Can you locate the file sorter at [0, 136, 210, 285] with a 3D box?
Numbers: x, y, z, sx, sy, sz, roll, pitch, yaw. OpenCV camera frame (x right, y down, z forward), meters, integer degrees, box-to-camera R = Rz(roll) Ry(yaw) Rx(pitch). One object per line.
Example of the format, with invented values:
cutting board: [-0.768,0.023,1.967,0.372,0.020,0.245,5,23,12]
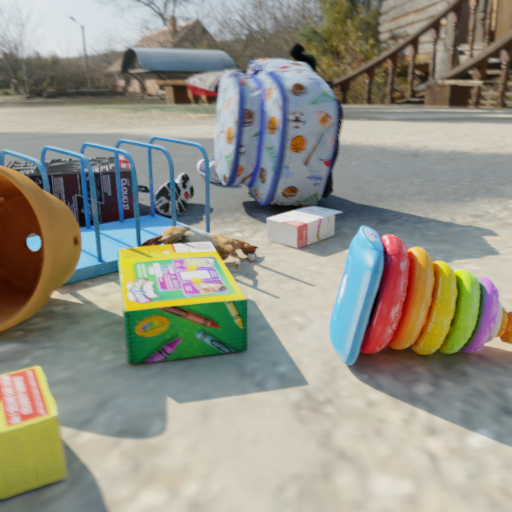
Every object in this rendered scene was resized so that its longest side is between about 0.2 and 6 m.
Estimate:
file sorter: [-2.488,-0.937,9.426,2.982,1.829,2.069,-16,24,-38]

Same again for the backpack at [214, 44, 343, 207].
backpack: [0.482,-2.714,12.582,2.728,3.541,3.373,-8,29,-19]

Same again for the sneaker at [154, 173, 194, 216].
sneaker: [-1.954,-1.263,12.477,0.774,0.748,1.855,-21,14,17]

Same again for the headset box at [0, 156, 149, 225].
headset box: [-3.754,-1.417,11.912,2.908,1.123,2.164,-4,19,-16]

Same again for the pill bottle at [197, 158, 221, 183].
pill bottle: [-1.266,-2.408,15.653,0.595,0.595,1.071,-9,21,-25]

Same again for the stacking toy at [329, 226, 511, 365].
stacking toy: [2.144,0.615,6.169,2.460,1.350,1.428,14,17,3]

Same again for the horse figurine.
horse figurine: [-0.972,-0.095,8.883,2.005,0.500,1.329,6,25,0]

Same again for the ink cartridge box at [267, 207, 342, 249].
ink cartridge box: [0.925,-0.560,10.436,1.339,0.452,0.780,-19,26,-41]

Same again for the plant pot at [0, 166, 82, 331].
plant pot: [-3.195,-0.133,7.103,2.046,2.046,1.432,3,5,9]

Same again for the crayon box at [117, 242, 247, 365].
crayon box: [-1.014,0.478,7.032,1.345,0.660,2.265,-5,19,-14]

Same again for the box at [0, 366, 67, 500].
box: [-2.711,1.524,4.030,2.424,0.607,0.912,-9,21,-26]
